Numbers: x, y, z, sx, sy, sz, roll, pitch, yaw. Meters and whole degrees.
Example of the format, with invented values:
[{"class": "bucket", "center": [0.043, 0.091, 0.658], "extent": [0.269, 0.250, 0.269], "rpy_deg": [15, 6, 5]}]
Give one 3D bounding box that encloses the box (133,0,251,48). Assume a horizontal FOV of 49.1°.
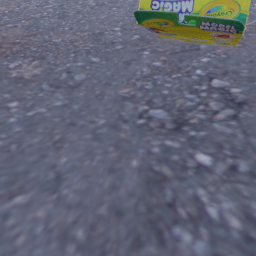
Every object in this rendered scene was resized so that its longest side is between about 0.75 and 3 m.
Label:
[{"class": "box", "center": [1.132, -1.805, 4.701], "extent": [1.546, 0.637, 2.634], "rpy_deg": [12, 16, 15]}]
